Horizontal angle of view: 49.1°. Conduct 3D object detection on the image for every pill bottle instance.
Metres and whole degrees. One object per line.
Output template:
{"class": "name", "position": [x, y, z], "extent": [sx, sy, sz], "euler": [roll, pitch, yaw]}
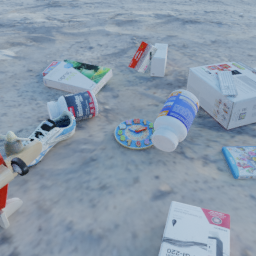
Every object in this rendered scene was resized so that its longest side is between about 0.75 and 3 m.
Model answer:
{"class": "pill bottle", "position": [1.438, -0.218, 8.702], "extent": [1.051, 1.051, 1.876], "euler": [17, 54, 22]}
{"class": "pill bottle", "position": [-1.987, -0.719, 10.035], "extent": [1.641, 0.981, 0.981], "euler": [-16, 39, -19]}

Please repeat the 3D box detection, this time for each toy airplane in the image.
{"class": "toy airplane", "position": [-3.250, 1.197, 6.132], "extent": [1.861, 2.626, 2.637], "euler": [37, 2, 10]}

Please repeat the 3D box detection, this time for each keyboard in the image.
{"class": "keyboard", "position": [3.525, -1.628, 9.981], "extent": [0.508, 0.096, 1.805], "euler": [5, 37, 7]}

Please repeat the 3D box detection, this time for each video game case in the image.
{"class": "video game case", "position": [3.875, 0.997, 8.391], "extent": [1.786, 0.159, 1.278], "euler": [-1, 37, -1]}
{"class": "video game case", "position": [-2.931, -2.842, 13.607], "extent": [2.006, 0.175, 1.434], "euler": [6, 37, 8]}

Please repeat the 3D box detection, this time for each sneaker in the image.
{"class": "sneaker", "position": [-2.680, 0.306, 8.685], "extent": [0.953, 0.961, 2.652], "euler": [22, 43, 26]}

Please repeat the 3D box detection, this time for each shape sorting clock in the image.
{"class": "shape sorting clock", "position": [0.306, 0.152, 9.427], "extent": [1.523, 0.299, 1.523], "euler": [0, 36, 0]}

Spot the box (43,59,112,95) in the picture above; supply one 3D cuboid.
{"class": "box", "position": [-2.197, -2.254, 12.385], "extent": [2.503, 0.455, 1.806], "euler": [16, 47, 18]}

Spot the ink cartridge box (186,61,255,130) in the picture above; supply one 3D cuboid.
{"class": "ink cartridge box", "position": [4.069, -1.410, 10.784], "extent": [2.496, 1.192, 2.843], "euler": [-13, 38, -16]}

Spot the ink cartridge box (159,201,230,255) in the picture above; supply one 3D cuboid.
{"class": "ink cartridge box", "position": [1.342, 2.562, 5.747], "extent": [1.341, 0.781, 1.841], "euler": [10, 39, 14]}

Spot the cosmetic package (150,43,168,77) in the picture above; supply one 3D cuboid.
{"class": "cosmetic package", "position": [1.527, -3.330, 13.607], "extent": [0.673, 0.958, 1.889], "euler": [6, 38, 8]}

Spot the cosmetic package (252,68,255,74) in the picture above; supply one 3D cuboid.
{"class": "cosmetic package", "position": [6.628, -2.296, 12.663], "extent": [1.255, 0.430, 1.664], "euler": [-10, 37, -18]}

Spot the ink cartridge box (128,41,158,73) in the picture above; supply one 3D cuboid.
{"class": "ink cartridge box", "position": [0.573, -2.647, 10.547], "extent": [0.239, 1.096, 0.951], "euler": [39, 20, 22]}
